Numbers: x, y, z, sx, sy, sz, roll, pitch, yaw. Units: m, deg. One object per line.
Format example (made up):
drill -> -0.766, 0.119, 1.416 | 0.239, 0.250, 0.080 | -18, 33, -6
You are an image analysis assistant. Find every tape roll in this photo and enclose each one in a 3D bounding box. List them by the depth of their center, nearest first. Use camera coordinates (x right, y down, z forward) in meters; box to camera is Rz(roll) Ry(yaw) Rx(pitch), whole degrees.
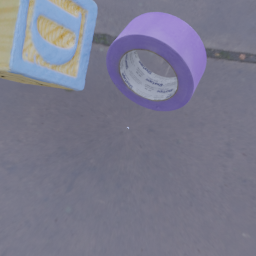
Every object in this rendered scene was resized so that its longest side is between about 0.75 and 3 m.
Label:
tape roll -> 0.516, -1.181, 5.280 | 1.745, 1.745, 0.741 | 27, 58, 10

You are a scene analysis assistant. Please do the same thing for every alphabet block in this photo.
alphabet block -> -1.976, -1.850, 5.434 | 1.896, 1.852, 1.862 | 12, 90, 31
